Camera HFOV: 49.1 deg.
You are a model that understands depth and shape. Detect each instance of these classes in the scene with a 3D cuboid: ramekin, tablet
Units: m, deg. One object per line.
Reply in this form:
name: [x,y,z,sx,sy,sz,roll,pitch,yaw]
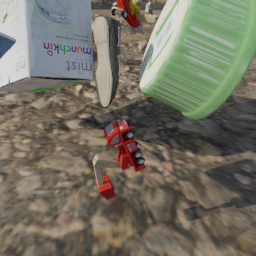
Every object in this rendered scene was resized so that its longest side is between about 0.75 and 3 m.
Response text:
ramekin: [1.184,-1.546,5.339,1.242,2.543,2.543,20,33,-12]
tablet: [-1.903,-0.903,3.543,0.867,0.091,1.332,-45,11,3]

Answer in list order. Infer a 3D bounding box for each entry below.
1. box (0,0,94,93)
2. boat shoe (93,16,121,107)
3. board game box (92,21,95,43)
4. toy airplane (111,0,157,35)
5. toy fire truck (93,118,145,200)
box: [-2.118,-2.209,6.346,1.431,2.611,2.959,-5,4,-36]
boat shoe: [-0.330,-1.280,5.492,0.486,1.706,0.570,-15,21,-38]
board game box: [-1.572,-3.820,9.184,0.269,2.078,2.078,-26,23,-5]
toy airplane: [0.205,-4.121,10.012,1.578,1.114,1.571,27,0,-12]
toy fire truck: [-0.215,0.512,4.417,0.896,1.270,0.310,-24,37,-1]
